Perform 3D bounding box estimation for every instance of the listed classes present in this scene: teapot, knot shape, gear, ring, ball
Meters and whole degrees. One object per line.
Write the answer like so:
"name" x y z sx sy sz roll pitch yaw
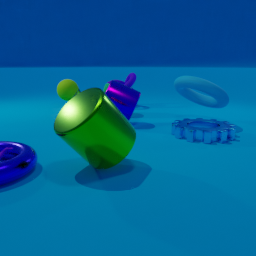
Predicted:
"teapot" -2.763 0.467 5.228 1.118 0.547 0.695 8 28 -40
"knot shape" -0.374 -1.624 12.465 1.668 1.782 0.824 -24 62 -35
"gear" 2.069 0.045 7.740 1.686 0.312 1.686 0 14 0
"ring" -2.644 0.636 5.143 1.880 0.376 1.880 0 14 0
"ball" -2.574 -1.624 12.013 0.933 0.933 0.933 0 14 0
"ring" 2.307 -1.120 8.886 1.808 0.362 1.808 24 -5 2

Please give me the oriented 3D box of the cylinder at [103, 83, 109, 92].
"cylinder" -0.419 -1.100 10.596 1.020 1.020 1.020 10 14 1

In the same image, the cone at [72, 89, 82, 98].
"cone" -1.923 -0.540 9.624 1.199 1.195 1.195 -27 15 0

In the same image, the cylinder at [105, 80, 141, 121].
"cylinder" -0.240 -0.868 8.930 1.014 1.014 1.014 24 14 -2

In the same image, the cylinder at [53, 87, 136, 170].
"cylinder" -0.594 0.019 5.206 1.117 1.117 1.117 -26 37 21
